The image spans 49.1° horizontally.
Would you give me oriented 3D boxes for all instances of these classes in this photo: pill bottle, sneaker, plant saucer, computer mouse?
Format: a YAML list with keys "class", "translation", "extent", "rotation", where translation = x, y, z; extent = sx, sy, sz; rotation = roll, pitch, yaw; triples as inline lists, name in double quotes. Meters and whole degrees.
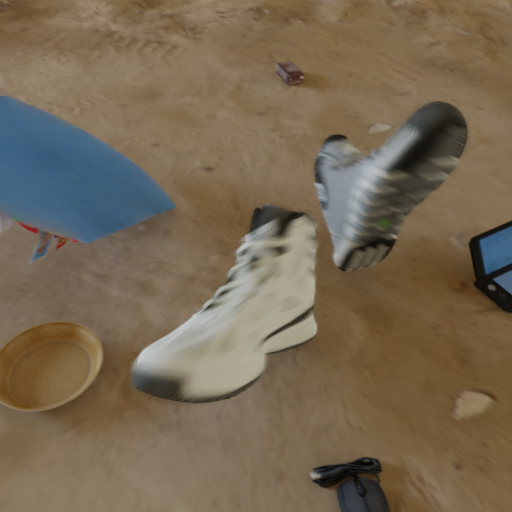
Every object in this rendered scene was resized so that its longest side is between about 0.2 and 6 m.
- class: "pill bottle"
  translation: [-3.589, -0.364, 7.067]
  extent: [0.539, 0.539, 0.971]
  rotation: [19, 31, 19]
- class: "sneaker"
  translation: [-0.246, 0.359, 6.725]
  extent: [1.259, 1.919, 3.336]
  rotation: [9, 14, 29]
- class: "plant saucer"
  translation: [-2.805, 1.523, 7.588]
  extent: [1.484, 0.263, 1.484]
  rotation: [0, 43, 0]
- class: "computer mouse"
  translation: [1.152, 2.794, 6.167]
  extent: [0.870, 0.331, 1.256]
  rotation: [-7, 43, -9]
- class: "sneaker"
  translation: [1.574, -1.333, 8.117]
  extent: [1.227, 3.270, 1.888]
  rotation: [-9, 59, -22]

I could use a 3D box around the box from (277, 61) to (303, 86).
- class: "box"
  translation: [0.855, -4.631, 14.215]
  extent: [0.404, 0.303, 0.807]
  rotation: [-14, 43, -15]

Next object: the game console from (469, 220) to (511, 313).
- class: "game console"
  translation: [4.080, 0.120, 8.760]
  extent: [1.260, 0.734, 1.109]
  rotation: [-21, 47, -20]

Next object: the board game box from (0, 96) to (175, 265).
- class: "board game box"
  translation: [-3.575, -1.218, 8.922]
  extent: [3.752, 0.925, 4.749]
  rotation: [34, 18, 4]
